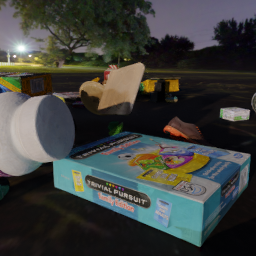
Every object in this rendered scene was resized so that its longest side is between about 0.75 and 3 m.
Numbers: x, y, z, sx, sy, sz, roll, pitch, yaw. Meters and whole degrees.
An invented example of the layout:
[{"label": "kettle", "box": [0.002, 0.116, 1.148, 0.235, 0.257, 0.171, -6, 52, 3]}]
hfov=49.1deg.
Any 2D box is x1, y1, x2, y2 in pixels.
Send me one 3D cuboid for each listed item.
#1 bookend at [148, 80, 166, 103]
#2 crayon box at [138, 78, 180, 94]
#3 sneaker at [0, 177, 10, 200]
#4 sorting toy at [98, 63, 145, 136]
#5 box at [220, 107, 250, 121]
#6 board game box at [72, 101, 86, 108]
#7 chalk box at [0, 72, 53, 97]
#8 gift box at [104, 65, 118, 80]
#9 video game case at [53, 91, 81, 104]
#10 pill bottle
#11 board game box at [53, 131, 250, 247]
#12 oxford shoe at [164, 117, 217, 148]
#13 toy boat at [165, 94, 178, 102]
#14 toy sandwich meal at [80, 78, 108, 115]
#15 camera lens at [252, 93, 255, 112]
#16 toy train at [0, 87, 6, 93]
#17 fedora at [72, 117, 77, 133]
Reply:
[{"label": "bookend", "box": [1.605, -2.061, 15.568, 0.527, 1.137, 1.144, 9, 18, 30]}, {"label": "crayon box", "box": [1.875, -2.542, 17.261, 1.875, 0.769, 2.982, -3, 3, -11]}, {"label": "sneaker", "box": [-2.455, 1.081, 4.499, 0.492, 0.418, 1.123, 0, 14, 22]}, {"label": "sorting toy", "box": [-0.312, -0.789, 8.636, 0.346, 2.350, 1.737, 22, -9, -33]}, {"label": "box", "box": [4.217, -0.567, 11.066, 0.833, 0.403, 0.735, -6, 16, -26]}, {"label": "board game box", "box": [-1.924, -1.160, 13.883, 1.535, 0.248, 0.922, -1, 10, -1]}, {"label": "chalk box", "box": [-4.447, -1.052, 10.150, 2.944, 1.825, 1.838, 4, 16, 19]}, {"label": "gift box", "box": [-0.722, -3.000, 17.864, 2.015, 1.859, 1.881, 8, 16, 4]}, {"label": "video game case", "box": [-2.838, -1.810, 16.164, 2.739, 0.349, 2.475, -10, 16, -34]}, {"label": "pill bottle", "box": [-2.357, 0.154, 5.052, 2.629, 1.476, 1.476, -7, 11, 21]}, {"label": "board game box", "box": [0.421, 0.780, 5.110, 2.875, 0.675, 2.171, 10, 17, 36]}, {"label": "oxford shoe", "box": [1.635, 0.202, 6.809, 1.512, 0.548, 0.538, 31, -14, 21]}, {"label": "toy boat", "box": [2.385, -1.648, 15.477, 0.671, 0.371, 0.798, -1, 14, 0]}, {"label": "toy sandwich meal", "box": [-1.096, -1.230, 10.806, 1.703, 1.703, 0.583, 7, 41, 27]}, {"label": "camera lens", "box": [5.993, -1.140, 11.777, 1.159, 1.159, 1.448, 12, 19, 41]}, {"label": "toy train", "box": [-3.515, -0.328, 7.049, 2.426, 1.386, 1.052, 21, 17, -22]}, {"label": "fedora", "box": [-1.956, -0.189, 8.057, 1.175, 1.175, 0.536, -12, -17, -39]}]
